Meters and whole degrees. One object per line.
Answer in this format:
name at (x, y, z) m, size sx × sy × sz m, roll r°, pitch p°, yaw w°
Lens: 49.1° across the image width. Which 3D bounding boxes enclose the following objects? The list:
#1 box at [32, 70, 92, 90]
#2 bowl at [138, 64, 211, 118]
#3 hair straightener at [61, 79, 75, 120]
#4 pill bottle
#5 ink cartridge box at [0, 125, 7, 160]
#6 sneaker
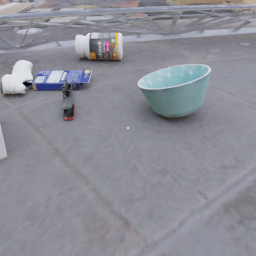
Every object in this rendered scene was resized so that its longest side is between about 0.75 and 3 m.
box at (-2.652, -1.999, 11.597) m, size 2.238 × 0.363 × 1.356 m, roll -2°, pitch 33°, yaw 0°
bowl at (1.583, -1.171, 9.274) m, size 2.346 × 1.227 × 2.346 m, roll -12°, pitch 25°, yaw 5°
hair straightener at (-2.074, -1.184, 9.899) m, size 0.454 × 0.854 × 2.219 m, roll -6°, pitch 33°, yaw 0°
pill bottle at (-1.406, -4.054, 13.913) m, size 2.244 × 1.306 × 1.306 m, roll 0°, pitch 33°, yaw 2°
ink cartridge box at (-4.109, -0.231, 7.793) m, size 0.941 × 1.563 × 2.151 m, roll -14°, pitch 36°, yaw -21°
sneaker at (-4.271, -1.990, 11.364) m, size 1.012 × 0.866 × 2.324 m, roll 11°, pitch 40°, yaw -4°
